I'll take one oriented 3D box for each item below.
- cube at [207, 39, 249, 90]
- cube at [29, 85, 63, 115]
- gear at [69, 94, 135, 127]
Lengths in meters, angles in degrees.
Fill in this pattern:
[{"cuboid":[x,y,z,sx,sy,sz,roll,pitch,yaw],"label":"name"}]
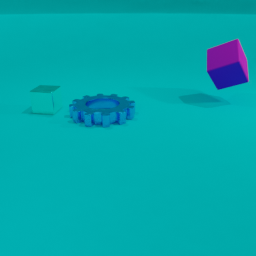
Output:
[{"cuboid":[3.240,-2.041,9.125,1.028,1.028,1.028,-13,52,33],"label":"cube"},{"cuboid":[-2.497,-0.879,8.608,0.707,0.707,0.707,4,24,9],"label":"cube"},{"cuboid":[-0.753,-0.571,8.347,1.919,0.355,1.919,0,24,0],"label":"gear"}]
